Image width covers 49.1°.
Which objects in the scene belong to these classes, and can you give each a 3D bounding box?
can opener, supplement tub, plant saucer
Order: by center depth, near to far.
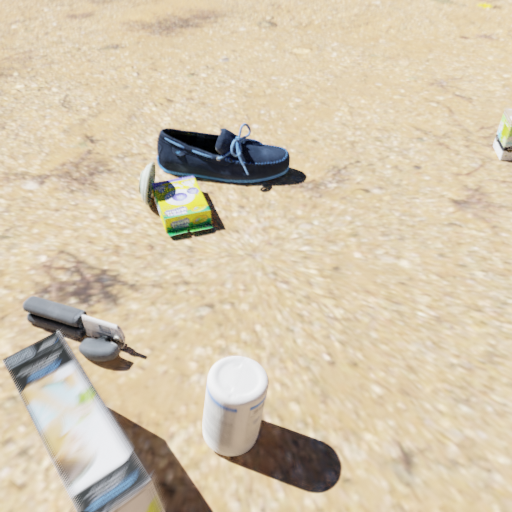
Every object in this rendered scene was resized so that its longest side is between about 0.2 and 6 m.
[{"bbox_3d":[-0.291,1.979,7.378,0.792,1.201,0.792,6,39,-5],"label":"supplement tub"},{"bbox_3d":[-2.983,1.176,8.976,1.918,0.512,0.641,13,41,17],"label":"can opener"},{"bbox_3d":[-2.344,-1.557,11.953,0.234,0.933,0.933,9,39,-3],"label":"plant saucer"}]

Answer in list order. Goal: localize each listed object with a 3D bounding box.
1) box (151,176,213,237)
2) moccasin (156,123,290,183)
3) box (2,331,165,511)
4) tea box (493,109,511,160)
[{"bbox_3d":[-1.568,-1.045,11.776,0.991,0.408,1.689,-13,43,-14],"label":"box"},{"bbox_3d":[-0.782,-2.366,12.845,3.124,1.065,1.257,1,39,1],"label":"moccasin"},{"bbox_3d":[-2.046,2.308,6.765,0.778,1.509,2.588,-28,46,-23],"label":"box"},{"bbox_3d":[6.482,-2.911,13.510,1.089,1.072,0.728,2,40,4],"label":"tea box"}]
